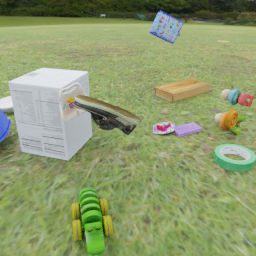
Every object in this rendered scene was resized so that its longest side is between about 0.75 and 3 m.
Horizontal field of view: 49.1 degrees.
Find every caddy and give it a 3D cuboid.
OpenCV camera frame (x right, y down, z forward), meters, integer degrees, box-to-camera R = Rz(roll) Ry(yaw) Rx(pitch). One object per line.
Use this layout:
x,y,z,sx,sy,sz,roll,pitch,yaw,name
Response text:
-5.036,0.141,9.872,1.636,1.215,2.315,-26,29,-1,caddy

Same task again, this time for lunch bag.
1.539,-3.863,10.865,1.166,0.878,0.548,23,16,-9,lunch bag

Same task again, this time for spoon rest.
-4.938,-1.398,13.378,2.750,0.833,1.366,-20,33,-36,spoon rest

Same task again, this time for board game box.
1.431,-0.104,11.245,0.869,0.214,1.100,-8,25,11,board game box

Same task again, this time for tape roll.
3.485,0.955,9.184,1.269,0.305,1.269,1,26,0,tape roll

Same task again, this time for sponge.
2.329,0.060,11.161,1.091,0.163,0.609,-13,28,-23,sponge

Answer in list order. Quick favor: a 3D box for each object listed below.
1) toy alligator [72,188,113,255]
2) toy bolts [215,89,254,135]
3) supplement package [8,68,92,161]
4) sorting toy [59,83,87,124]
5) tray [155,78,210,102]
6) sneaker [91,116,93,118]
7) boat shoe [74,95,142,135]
-0.779,2.158,6.183,0.861,0.787,2.902,-6,27,-12,toy alligator
3.862,-0.745,10.799,1.571,1.645,1.141,10,13,-47,toy bolts
-2.539,-0.557,9.701,1.910,2.536,1.925,8,27,16,supplement package
-1.441,-0.716,7.257,0.938,0.844,0.501,-30,47,-26,sorting toy
2.963,-2.105,15.169,2.821,0.522,1.392,-18,31,-33,tray
-2.017,-0.660,12.173,0.842,0.552,1.463,12,31,20,sneaker
-0.514,-0.259,7.288,2.157,0.699,0.790,19,10,-41,boat shoe
